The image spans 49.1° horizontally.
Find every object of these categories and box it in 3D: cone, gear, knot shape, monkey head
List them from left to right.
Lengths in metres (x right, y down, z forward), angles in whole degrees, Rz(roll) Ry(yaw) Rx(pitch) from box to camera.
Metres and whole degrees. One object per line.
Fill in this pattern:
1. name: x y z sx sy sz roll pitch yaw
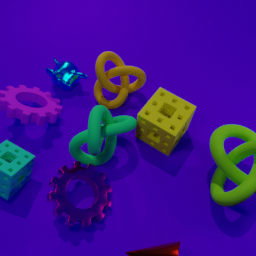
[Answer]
1. gear: -2.633 -0.643 7.600 1.611 0.298 1.611 18 28 -10
2. monkey head: -1.934 -1.677 8.371 1.409 1.014 0.849 31 81 24
3. gear: -1.078 1.486 6.345 1.443 0.267 1.443 15 56 -23
4. knot shape: -0.692 0.273 6.756 0.817 1.654 1.768 45 23 16
5. knot shape: -0.388 -1.266 8.067 1.598 1.495 0.738 27 13 -21
6. cone: 0.432 2.629 5.569 1.033 1.030 1.030 11 57 14
7. knot shape: 2.751 0.846 6.187 1.851 0.914 1.978 4 73 35

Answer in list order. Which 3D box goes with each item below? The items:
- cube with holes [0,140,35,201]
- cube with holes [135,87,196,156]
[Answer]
1. cube with holes: -2.802 0.961 6.483 0.819 0.819 0.819 28 33 6
2. cube with holes: 0.945 -0.153 7.292 1.064 1.064 1.064 31 62 16
